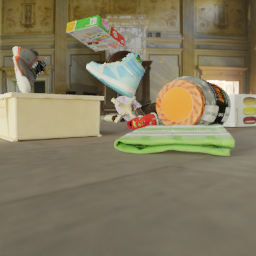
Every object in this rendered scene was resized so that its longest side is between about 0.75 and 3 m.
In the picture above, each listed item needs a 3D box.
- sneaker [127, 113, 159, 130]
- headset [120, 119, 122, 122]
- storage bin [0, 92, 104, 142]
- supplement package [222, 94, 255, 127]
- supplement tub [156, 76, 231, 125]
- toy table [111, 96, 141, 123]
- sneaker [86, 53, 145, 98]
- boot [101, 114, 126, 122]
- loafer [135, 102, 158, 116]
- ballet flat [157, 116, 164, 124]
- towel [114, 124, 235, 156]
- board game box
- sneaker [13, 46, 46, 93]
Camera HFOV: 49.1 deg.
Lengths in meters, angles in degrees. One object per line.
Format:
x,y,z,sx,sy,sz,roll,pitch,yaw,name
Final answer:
0.509,-0.139,10.163,0.721,0.654,1.699,-13,1,-27,sneaker
0.354,-0.660,18.802,2.198,1.033,1.357,17,-6,-40,headset
-2.314,-0.336,7.830,2.410,1.129,2.392,-3,5,-37,storage bin
5.113,-0.774,12.666,2.528,1.438,1.385,-3,3,-29,supplement package
2.066,-0.673,8.680,1.705,1.705,2.783,2,4,31,supplement tub
-0.017,-1.119,16.842,2.092,1.923,1.225,28,13,12,toy table
-0.382,-2.373,10.998,2.505,1.636,0.996,33,1,25,sneaker
-0.949,-0.668,18.978,1.141,0.532,1.475,1,4,41,boot
1.400,-1.115,16.628,1.047,1.077,2.949,-42,-7,30,loafer
1.927,-0.561,16.528,0.557,0.557,1.550,0,3,1,ballet flat
0.989,0.228,5.566,1.950,0.401,2.614,-1,5,15,towel
-0.942,-2.816,8.508,1.137,0.300,1.487,-1,-9,28,board game box
-3.897,-2.491,11.229,1.215,1.144,2.968,-8,44,-19,sneaker
